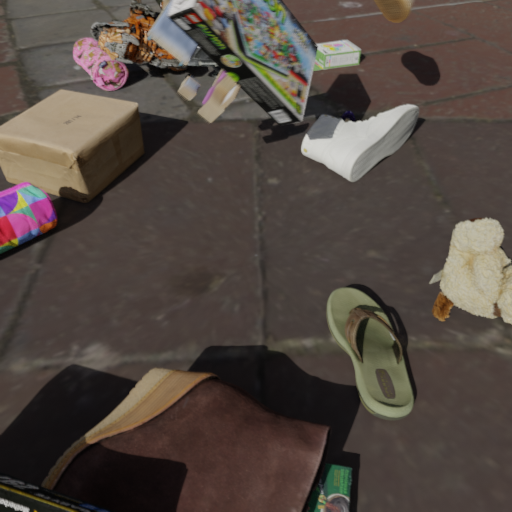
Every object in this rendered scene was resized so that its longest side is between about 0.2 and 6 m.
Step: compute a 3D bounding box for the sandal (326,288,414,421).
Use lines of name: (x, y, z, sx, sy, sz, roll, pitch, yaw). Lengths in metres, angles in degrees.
sandal: (1.449, 1.060, 6.889, 0.789, 0.567, 1.987, -8, 40, -9)

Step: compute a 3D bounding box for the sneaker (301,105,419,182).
sneaker: (1.983, -2.475, 10.879, 1.473, 0.939, 2.549, 32, 50, 29)

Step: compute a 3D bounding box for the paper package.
paper package: (-3.384, -2.081, 10.297, 1.962, 1.065, 2.058, 15, 43, 18)

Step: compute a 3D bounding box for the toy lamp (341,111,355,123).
toy lamp: (1.876, -2.682, 11.633, 0.320, 0.320, 1.099, 8, 43, 9)

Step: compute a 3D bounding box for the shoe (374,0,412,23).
shoe: (1.960, -4.744, 9.142, 0.513, 1.922, 0.672, -52, 27, -20)

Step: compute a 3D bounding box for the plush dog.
plush dog: (3.168, 0.447, 7.193, 1.415, 1.647, 1.321, 23, 77, 39)

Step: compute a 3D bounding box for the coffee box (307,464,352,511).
coffee box: (0.373, 2.364, 5.567, 1.105, 0.243, 0.679, 8, 40, 9)

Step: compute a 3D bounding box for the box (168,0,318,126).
box: (-0.060, -3.184, 8.019, 0.455, 2.618, 1.441, -1, 69, 38)

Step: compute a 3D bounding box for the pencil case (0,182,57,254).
pencil case: (-4.084, -0.394, 8.366, 0.933, 0.933, 2.112, 30, 46, 31)

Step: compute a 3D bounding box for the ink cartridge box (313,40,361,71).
ink cartridge box: (1.900, -5.212, 14.576, 1.448, 0.429, 0.752, -14, 42, -16)

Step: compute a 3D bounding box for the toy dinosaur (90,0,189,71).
toy dinosaur: (-2.359, -5.441, 14.089, 2.791, 2.101, 4.113, 48, 19, 22)

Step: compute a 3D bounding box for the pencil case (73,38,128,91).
pencil case: (-3.847, -4.712, 13.712, 0.829, 0.793, 1.916, 15, 24, -43)

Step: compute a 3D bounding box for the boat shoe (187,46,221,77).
boat shoe: (-0.791, -4.788, 13.781, 0.838, 0.775, 2.270, 16, 16, 34)

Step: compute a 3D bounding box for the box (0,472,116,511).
box: (-2.412, 2.668, 4.231, 2.489, 0.614, 1.987, 12, 70, 14)

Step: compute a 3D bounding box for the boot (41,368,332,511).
boot: (-0.681, 2.189, 5.041, 2.107, 0.916, 2.532, 15, 48, 24)

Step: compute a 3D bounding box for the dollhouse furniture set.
dollhouse furniture set: (-0.840, -3.493, 8.889, 1.825, 1.191, 1.723, 35, 52, -21)
